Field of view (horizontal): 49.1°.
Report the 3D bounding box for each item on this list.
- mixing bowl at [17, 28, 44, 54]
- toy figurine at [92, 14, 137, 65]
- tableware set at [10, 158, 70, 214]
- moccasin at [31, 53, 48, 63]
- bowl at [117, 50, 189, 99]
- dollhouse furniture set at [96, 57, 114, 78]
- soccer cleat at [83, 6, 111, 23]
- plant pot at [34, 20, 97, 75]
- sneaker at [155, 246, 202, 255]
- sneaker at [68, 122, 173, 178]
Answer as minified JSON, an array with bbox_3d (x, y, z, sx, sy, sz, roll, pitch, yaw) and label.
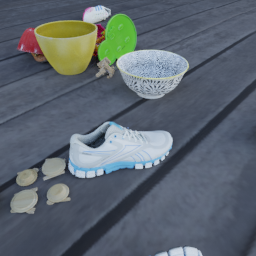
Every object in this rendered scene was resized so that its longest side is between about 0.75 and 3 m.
[{"bbox_3d":[-3.736,-3.672,11.766,1.701,0.921,1.701,9,18,-3],"label":"mixing bowl"},{"bbox_3d":[-1.180,-3.701,12.100,2.198,1.793,2.388,15,61,41],"label":"toy figurine"},{"bbox_3d":[-1.872,1.203,6.002,1.173,0.163,1.404,-13,41,-7],"label":"tableware set"},{"bbox_3d":[-3.688,-3.207,11.757,0.603,0.636,1.649,-16,39,-21],"label":"moccasin"},{"bbox_3d":[0.785,-1.661,9.233,2.290,1.075,2.290,-1,36,0],"label":"bowl"},{"bbox_3d":[-0.879,-2.157,10.542,0.468,0.548,1.058,-33,28,24],"label":"dollhouse furniture set"},{"bbox_3d":[-1.778,-6.643,16.372,1.040,0.841,2.408,15,39,13],"label":"soccer cleat"},{"bbox_3d":[-2.241,-2.958,10.594,2.242,1.591,2.242,0,35,0],"label":"plant pot"},{"bbox_3d":[-0.090,2.489,3.552,2.865,1.074,1.242,-10,42,-14],"label":"sneaker"},{"bbox_3d":[-0.107,0.338,6.442,2.587,1.121,0.970,-12,36,-19],"label":"sneaker"}]
